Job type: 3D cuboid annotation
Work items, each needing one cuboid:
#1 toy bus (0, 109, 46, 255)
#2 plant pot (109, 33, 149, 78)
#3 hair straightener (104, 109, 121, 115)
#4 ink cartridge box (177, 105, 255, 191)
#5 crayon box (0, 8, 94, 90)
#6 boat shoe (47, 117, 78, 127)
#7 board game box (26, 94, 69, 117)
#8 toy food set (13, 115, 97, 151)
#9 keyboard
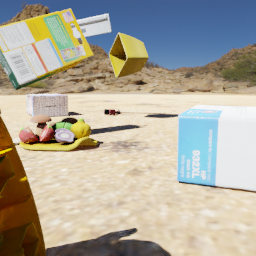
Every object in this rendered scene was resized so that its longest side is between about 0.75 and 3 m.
[{"bbox_3d":[-1.548,0.837,0.916,2.375,1.678,2.473,-15,14,-9],"label":"toy bus"},{"bbox_3d":[0.093,-3.350,13.103,1.303,1.478,1.478,-5,-25,-26],"label":"plant pot"},{"bbox_3d":[-0.969,-0.961,16.031,0.724,0.385,1.883,3,9,19],"label":"hair straightener"},{"bbox_3d":[2.554,0.281,5.098,2.930,1.227,2.126,4,9,22],"label":"ink cartridge box"},{"bbox_3d":[-2.542,-2.421,8.461,2.617,1.645,0.675,-32,11,-32],"label":"crayon box"},{"bbox_3d":[-2.207,-0.040,9.778,0.493,0.526,1.460,12,18,28],"label":"boat shoe"},{"bbox_3d":[-4.580,-1.309,15.754,1.885,1.145,2.364,-4,10,-26],"label":"board game box"},{"bbox_3d":[-2.139,0.076,7.751,2.566,0.838,1.510,0,9,2],"label":"toy food set"},{"bbox_3d":[-2.171,-4.767,13.415,2.874,0.809,0.153,-3,26,21],"label":"keyboard"}]
